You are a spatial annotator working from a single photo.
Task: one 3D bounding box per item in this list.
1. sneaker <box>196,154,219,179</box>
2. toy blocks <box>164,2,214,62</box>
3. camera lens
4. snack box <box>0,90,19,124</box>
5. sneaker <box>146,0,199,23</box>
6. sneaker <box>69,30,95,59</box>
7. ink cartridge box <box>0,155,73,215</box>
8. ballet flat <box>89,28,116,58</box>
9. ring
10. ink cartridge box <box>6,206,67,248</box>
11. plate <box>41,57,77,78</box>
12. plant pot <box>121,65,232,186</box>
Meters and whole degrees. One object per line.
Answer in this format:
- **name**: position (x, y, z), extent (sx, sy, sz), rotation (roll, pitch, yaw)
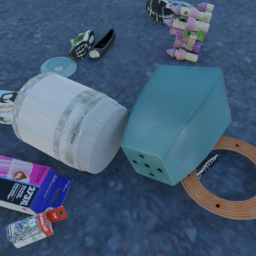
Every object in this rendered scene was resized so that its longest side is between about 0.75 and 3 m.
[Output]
- **sneaker**: position (2.173, 1.014, 8.498), extent (1.203, 0.455, 0.695), rotation (-34, 55, -24)
- **toy blocks**: position (2.373, -4.256, 11.831), extent (1.824, 2.025, 2.167), rotation (17, 55, 6)
- **camera lens**: position (-1.722, -0.192, 8.291), extent (2.862, 2.289, 2.289), rotation (25, 55, 18)
- **snack box**: position (-4.232, -0.744, 9.971), extent (2.193, 0.407, 1.274), rotation (6, 51, 5)
- **sneaker**: position (2.228, -5.815, 13.939), extent (2.755, 1.069, 1.189), rotation (20, 42, 6)
- **sneaker**: position (-2.173, -3.623, 12.262), extent (0.873, 0.758, 1.971), rotation (8, 43, 19)
- **ink cartridge box**: position (-3.134, 1.614, 7.999), extent (2.791, 0.518, 1.321), rotation (13, 51, 8)
- **ballet flat**: position (-1.149, -3.731, 12.346), extent (0.657, 0.562, 1.977), rotation (19, 53, 15)
- **ring**: position (2.879, 1.349, 8.086), extent (2.858, 0.274, 2.858), rotation (-1, 45, 1)
- **ink cartridge box**: position (-2.222, 2.494, 7.054), extent (1.395, 0.760, 0.351), rotation (-17, 52, -14)
- **plate**: position (-2.884, -2.556, 11.620), extent (1.489, 0.190, 1.489), rotation (1, 50, -1)
- **plant pot**: position (1.292, -0.025, 8.097), extent (2.094, 2.096, 2.965), rotation (14, 56, 39)
